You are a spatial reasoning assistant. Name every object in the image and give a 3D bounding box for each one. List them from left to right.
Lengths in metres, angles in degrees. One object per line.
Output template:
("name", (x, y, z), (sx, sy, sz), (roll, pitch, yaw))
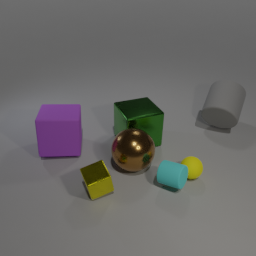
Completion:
("cube", (-2.367, 0.055, 9.834), (1.400, 1.400, 1.400), (-1, 27, -7))
("cube", (-0.879, 1.476, 7.987), (0.700, 0.700, 0.700), (-22, 46, -14))
("ball", (0.167, 0.689, 8.934), (1.400, 1.400, 1.400), (0, 31, 0))
("cube", (0.358, -0.148, 10.298), (1.400, 1.400, 1.400), (-11, 33, -19))
("cylinder", (1.302, 1.353, 8.194), (0.700, 0.700, 0.700), (12, 32, 32))
("ball", (1.960, 1.229, 8.668), (0.700, 0.700, 0.700), (0, 31, 0))
("cylinder", (3.749, -0.924, 10.992), (1.400, 1.400, 1.400), (15, 63, 23))
